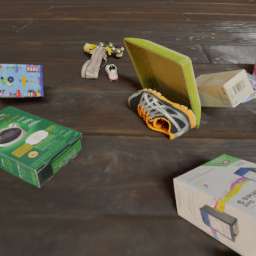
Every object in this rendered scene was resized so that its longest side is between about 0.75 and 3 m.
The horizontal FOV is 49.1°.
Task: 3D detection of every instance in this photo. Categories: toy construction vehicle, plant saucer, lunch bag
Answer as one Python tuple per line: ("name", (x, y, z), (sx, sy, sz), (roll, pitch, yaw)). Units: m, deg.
("toy construction vehicle", (-1.223, -3.814, 13.787), (1.835, 0.646, 1.597), (-1, 25, -13))
("plant saucer", (1.234, -1.562, 8.774), (0.637, 2.656, 2.659), (-41, 47, -12))
("lunch bag", (-3.930, -1.530, 9.695), (1.666, 1.041, 2.214), (-3, 4, -23))

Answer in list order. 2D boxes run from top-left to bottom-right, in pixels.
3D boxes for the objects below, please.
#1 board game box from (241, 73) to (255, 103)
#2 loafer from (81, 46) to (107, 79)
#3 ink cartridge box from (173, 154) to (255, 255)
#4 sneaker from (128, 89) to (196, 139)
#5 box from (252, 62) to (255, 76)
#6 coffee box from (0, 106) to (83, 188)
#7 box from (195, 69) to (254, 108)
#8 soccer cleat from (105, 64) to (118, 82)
("board game box", (4.529, -1.607, 10.917), (1.806, 0.331, 1.366), (-19, 39, -26))
("loafer", (-1.318, -2.853, 12.435), (0.732, 0.837, 2.328), (17, 44, 7))
("ink cartridge box", (2.212, 1.417, 5.361), (1.609, 0.969, 2.214), (-19, 20, -26))
("sneaker", (0.848, -0.454, 8.747), (2.512, 0.983, 0.970), (26, 57, 40))
("box", (6.242, -2.308, 11.326), (0.987, 1.031, 2.068), (-15, 37, -21))
("coffee box", (-2.924, 0.368, 7.739), (2.943, 0.647, 1.810), (18, 38, 23))
("box", (2.775, -1.207, 8.838), (0.944, 0.773, 1.987), (-37, 18, -17))
("soccer cleat", (-0.690, -2.497, 11.989), (0.484, 0.601, 1.410), (-5, 35, -8))
